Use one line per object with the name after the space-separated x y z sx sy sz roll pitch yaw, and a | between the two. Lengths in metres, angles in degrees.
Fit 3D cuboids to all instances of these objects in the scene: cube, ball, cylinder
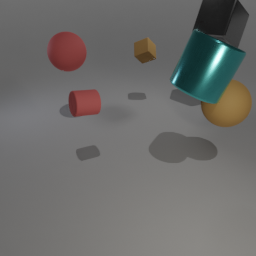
0.729 -3.285 11.916 0.700 0.700 0.700 -12 -22 31 | cube
-2.208 -2.760 10.154 1.400 1.400 1.400 0 30 0 | ball
2.839 -0.722 8.141 1.400 1.400 1.400 0 30 0 | ball
-1.191 -0.690 7.688 0.700 0.700 0.700 -8 31 -29 | cylinder
1.971 -1.534 7.050 1.400 1.400 1.400 20 23 -9 | cylinder
3.570 -4.007 10.812 1.400 1.400 1.400 23 8 40 | cube
